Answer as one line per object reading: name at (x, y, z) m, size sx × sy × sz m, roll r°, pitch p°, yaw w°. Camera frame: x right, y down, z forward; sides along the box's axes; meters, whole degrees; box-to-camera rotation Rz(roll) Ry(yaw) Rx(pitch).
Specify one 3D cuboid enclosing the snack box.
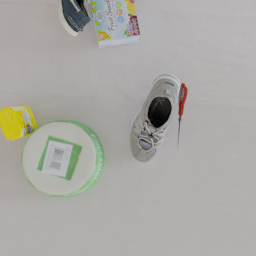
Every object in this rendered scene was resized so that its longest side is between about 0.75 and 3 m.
snack box at (-0.416, -3.554, 9.076) m, size 1.383 × 0.555 × 1.640 m, roll -9°, pitch 82°, yaw -2°

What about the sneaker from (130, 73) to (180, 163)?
sneaker at (0.612, -0.095, 7.896) m, size 1.072 × 1.176 × 2.869 m, roll 16°, pitch 121°, yaw 4°

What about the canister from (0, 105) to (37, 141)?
canister at (-3.235, -0.175, 8.233) m, size 0.568 × 1.313 × 0.975 m, roll -19°, pitch 95°, yaw 1°

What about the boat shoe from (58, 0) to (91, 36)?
boat shoe at (-1.669, -3.941, 8.412) m, size 0.817 × 0.990 × 2.643 m, roll -27°, pitch 55°, yaw 20°

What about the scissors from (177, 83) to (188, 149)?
scissors at (1.511, -0.356, 8.061) m, size 0.129 × 0.675 × 1.845 m, roll 3°, pitch 104°, yaw -4°

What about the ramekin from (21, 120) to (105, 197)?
ramekin at (-1.903, 0.888, 8.231) m, size 2.396 × 1.170 × 2.396 m, roll 0°, pitch 84°, yaw -2°
